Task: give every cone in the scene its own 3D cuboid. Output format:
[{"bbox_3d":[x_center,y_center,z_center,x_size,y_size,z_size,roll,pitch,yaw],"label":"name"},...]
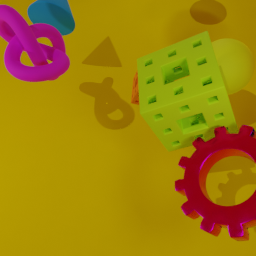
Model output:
[{"bbox_3d":[-1.801,-3.198,7.100,1.167,1.167,1.171,7,70,3],"label":"cone"}]

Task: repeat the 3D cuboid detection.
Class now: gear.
[{"bbox_3d":[1.520,0.763,4.165,1.658,0.307,1.658,-21,52,29],"label":"gear"}]

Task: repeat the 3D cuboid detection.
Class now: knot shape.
[{"bbox_3d":[-1.929,-1.585,5.867,0.894,1.935,1.811,-41,50,19],"label":"knot shape"}]

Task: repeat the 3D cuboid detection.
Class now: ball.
[{"bbox_3d":[2.139,-1.346,6.217,1.229,1.229,1.229,0,68,0],"label":"ball"}]

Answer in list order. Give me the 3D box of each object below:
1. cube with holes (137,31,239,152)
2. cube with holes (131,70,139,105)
[{"bbox_3d":[1.043,-0.585,4.979,1.303,1.303,1.303,-17,51,21],"label":"cube with holes"},{"bbox_3d":[0.530,-0.960,6.322,0.715,0.715,0.715,12,62,-11],"label":"cube with holes"}]
